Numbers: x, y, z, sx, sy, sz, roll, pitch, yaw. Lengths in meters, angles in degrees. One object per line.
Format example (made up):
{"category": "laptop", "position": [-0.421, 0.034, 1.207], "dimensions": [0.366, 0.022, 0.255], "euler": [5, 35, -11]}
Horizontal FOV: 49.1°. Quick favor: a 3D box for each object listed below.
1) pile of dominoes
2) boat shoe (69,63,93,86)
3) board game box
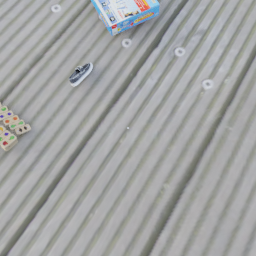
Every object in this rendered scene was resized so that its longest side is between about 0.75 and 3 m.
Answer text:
{"category": "pile of dominoes", "position": [-3.802, -0.128, 7.752], "dimensions": [1.797, 0.286, 1.400], "euler": [38, 59, 8]}
{"category": "boat shoe", "position": [-1.457, -1.723, 8.555], "dimensions": [0.360, 0.340, 1.004], "euler": [14, 57, 39]}
{"category": "board game box", "position": [-0.153, -4.168, 9.230], "dimensions": [1.755, 0.501, 1.792], "euler": [-26, 72, -6]}
